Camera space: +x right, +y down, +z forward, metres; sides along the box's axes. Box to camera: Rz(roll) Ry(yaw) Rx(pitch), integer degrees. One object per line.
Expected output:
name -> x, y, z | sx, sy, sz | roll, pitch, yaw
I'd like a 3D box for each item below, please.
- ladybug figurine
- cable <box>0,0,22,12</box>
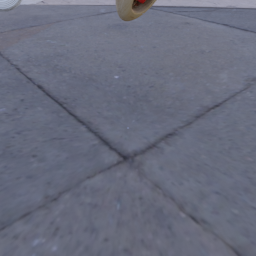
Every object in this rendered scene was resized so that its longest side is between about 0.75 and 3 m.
ladybug figurine -> 0.457, -4.780, 9.331 | 0.909, 2.526, 1.714 | 54, 29, 15
cable -> -3.061, -3.368, 6.680 | 1.105, 1.105, 0.383 | 23, 10, -22
